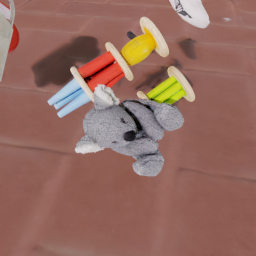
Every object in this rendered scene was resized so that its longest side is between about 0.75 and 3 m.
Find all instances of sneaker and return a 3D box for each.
[{"bbox_3d":[0.803,-1.883,3.551,0.432,0.661,1.150,-27,81,-47],"label":"sneaker"}]

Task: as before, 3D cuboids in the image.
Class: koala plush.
[{"bbox_3d":[-0.103,-0.005,3.290,1.056,0.936,0.970,6,20,-46],"label":"koala plush"}]

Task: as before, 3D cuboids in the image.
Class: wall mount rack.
[{"bbox_3d":[-1.820,-0.961,3.587,0.576,1.342,1.545,5,74,5],"label":"wall mount rack"}]

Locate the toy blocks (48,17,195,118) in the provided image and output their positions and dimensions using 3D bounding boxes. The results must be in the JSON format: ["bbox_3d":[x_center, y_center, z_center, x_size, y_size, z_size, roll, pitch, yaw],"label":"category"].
[{"bbox_3d":[-0.089,-0.444,3.845,1.653,1.377,0.600,-35,24,2],"label":"toy blocks"}]

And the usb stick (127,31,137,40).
[{"bbox_3d":[0.223,-2.590,8.192,0.299,0.176,1.078,48,15,8],"label":"usb stick"}]

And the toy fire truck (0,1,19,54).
[{"bbox_3d":[-3.485,-1.876,5.712,1.260,1.888,2.248,23,81,53],"label":"toy fire truck"}]
